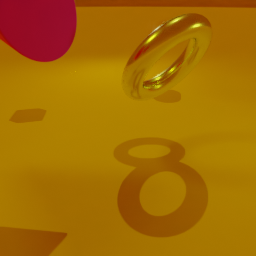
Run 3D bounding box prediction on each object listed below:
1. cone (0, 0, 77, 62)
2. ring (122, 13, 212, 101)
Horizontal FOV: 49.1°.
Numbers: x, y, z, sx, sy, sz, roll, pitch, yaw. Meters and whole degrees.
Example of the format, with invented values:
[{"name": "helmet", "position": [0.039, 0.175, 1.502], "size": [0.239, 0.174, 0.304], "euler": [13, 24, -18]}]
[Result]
[{"name": "cone", "position": [-1.915, -1.773, 4.388], "size": [1.566, 1.560, 1.560], "euler": [4, 24, 33]}, {"name": "ring", "position": [0.775, -1.321, 5.552], "size": [2.098, 2.098, 0.420], "euler": [-22, 67, -38]}]
